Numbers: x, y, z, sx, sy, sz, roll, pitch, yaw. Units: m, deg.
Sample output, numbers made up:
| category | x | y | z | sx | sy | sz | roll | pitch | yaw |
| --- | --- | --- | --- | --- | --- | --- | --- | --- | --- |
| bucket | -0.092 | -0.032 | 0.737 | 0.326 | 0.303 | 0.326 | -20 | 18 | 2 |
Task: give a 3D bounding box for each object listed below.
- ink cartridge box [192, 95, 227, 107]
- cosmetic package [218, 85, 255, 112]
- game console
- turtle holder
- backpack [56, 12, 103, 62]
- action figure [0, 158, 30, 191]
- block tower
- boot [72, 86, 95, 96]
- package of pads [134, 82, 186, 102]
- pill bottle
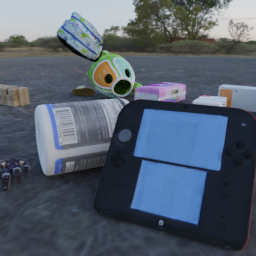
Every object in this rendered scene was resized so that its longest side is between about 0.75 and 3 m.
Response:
| category | x | y | z | sx | sy | sz | roll | pitch | yaw |
| --- | --- | --- | --- | --- | --- | --- | --- | --- | --- |
| ink cartridge box | 3.077 | -0.804 | 10.555 | 1.003 | 0.584 | 1.385 | 9 | 20 | 26 |
| cosmetic package | 4.591 | -1.198 | 11.271 | 1.796 | 0.911 | 0.640 | 10 | 21 | 31 |
| game console | 0.745 | 0.561 | 4.456 | 2.354 | 2.082 | 0.365 | 8 | -23 | 23 |
| turtle holder | -0.557 | -2.212 | 13.337 | 1.990 | 2.619 | 1.860 | -37 | 49 | -3 |
| backpack | -1.639 | -3.104 | 9.596 | 1.577 | 1.487 | 1.934 | 45 | 24 | 2 |
| action figure | -2.376 | 0.878 | 5.739 | 0.690 | 0.368 | 1.060 | -13 | 17 | -16 |
| block tower | -5.740 | -1.517 | 12.482 | 2.798 | 0.809 | 0.756 | 7 | 19 | 24 |
| boot | -2.193 | -1.926 | 14.374 | 1.183 | 0.431 | 0.919 | -2 | 17 | 5 |
| package of pads | 1.429 | -1.490 | 12.286 | 1.328 | 0.834 | 2.204 | 15 | 23 | 39 |
| pill bottle | -0.629 | 0.112 | 6.248 | 2.605 | 1.482 | 1.482 | -7 | 19 | -24 |
